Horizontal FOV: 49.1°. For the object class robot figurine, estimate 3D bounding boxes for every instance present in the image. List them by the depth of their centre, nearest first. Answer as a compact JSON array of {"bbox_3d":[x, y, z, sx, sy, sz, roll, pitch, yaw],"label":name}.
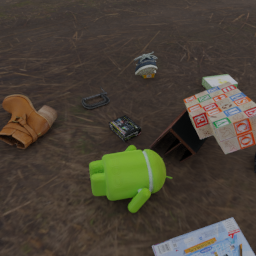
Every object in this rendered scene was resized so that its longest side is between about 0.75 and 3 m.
[{"bbox_3d":[0.061,1.374,8.365,2.353,1.361,2.064,-8,38,-10],"label":"robot figurine"}]

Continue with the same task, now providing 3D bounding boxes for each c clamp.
[{"bbox_3d":[-1.489,-1.309,12.658,1.458,0.197,1.245,-26,50,-30],"label":"c clamp"}]

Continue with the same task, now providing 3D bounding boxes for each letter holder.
[{"bbox_3d":[2.068,0.168,10.189,1.175,1.661,2.338,46,51,2],"label":"letter holder"}]

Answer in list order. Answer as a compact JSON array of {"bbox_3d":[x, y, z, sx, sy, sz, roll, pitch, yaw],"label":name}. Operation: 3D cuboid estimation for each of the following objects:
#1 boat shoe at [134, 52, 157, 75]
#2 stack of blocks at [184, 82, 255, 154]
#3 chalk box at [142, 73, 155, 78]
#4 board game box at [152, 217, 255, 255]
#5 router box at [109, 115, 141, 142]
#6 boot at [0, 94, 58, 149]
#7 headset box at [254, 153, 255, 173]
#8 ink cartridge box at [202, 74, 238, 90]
[{"bbox_3d":[0.691,-2.357,10.327,0.854,0.705,2.280,-9,7,14],"label":"boat shoe"},{"bbox_3d":[2.566,-0.328,7.742,1.513,0.770,2.628,-22,22,10],"label":"stack of blocks"},{"bbox_3d":[0.996,-3.058,14.460,0.601,0.597,0.963,-5,39,-8],"label":"chalk box"},{"bbox_3d":[1.886,3.352,6.232,2.152,0.443,2.147,-18,43,-2],"label":"board game box"},{"bbox_3d":[-0.122,0.003,10.871,0.808,0.335,1.079,-24,44,-27],"label":"router box"},{"bbox_3d":[-4.298,-0.280,10.768,2.635,0.971,2.038,13,44,20],"label":"boot"},{"bbox_3d":[4.745,1.142,9.348,1.033,0.479,0.899,14,41,16],"label":"headset box"},{"bbox_3d":[4.493,-1.839,13.098,1.380,0.455,1.896,-8,38,-11],"label":"ink cartridge box"}]
